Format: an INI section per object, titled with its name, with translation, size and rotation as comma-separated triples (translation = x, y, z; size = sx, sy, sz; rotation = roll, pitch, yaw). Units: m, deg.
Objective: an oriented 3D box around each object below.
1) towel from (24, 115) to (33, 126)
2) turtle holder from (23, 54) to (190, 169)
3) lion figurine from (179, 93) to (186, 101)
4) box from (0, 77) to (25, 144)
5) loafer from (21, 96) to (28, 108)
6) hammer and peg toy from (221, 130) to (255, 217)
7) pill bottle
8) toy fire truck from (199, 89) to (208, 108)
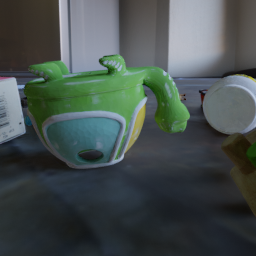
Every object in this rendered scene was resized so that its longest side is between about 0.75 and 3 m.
[towel]
translation = -1.356, -0.235, 7.650
size = 2.374, 0.258, 1.741
rotation = 7, 16, 13
[turtle holder]
translation = -0.412, -0.328, 4.652
size = 2.361, 1.676, 1.794
rotation = -13, 17, -24
[lion figurine]
translation = 2.428, -1.470, 13.553
size = 0.745, 0.441, 1.217
rotation = -6, -3, 10
[box]
translation = -3.443, -0.408, 6.099
size = 2.015, 1.288, 1.098
rotation = 5, 21, 26
[loafer]
translation = -3.219, -1.041, 9.571
size = 0.374, 0.365, 1.023
rotation = 27, 46, 24
[hammer and peg toy]
translation = 1.967, 0.040, 2.683
size = 2.084, 0.999, 2.834
rotation = -41, 4, 15
[pill bottle]
translation = 2.657, -0.610, 6.977
size = 1.404, 1.404, 2.522
rotation = 5, 13, 23
[toy fire truck]
translation = 3.716, -1.084, 9.979
size = 2.098, 0.725, 2.975
rotation = -7, 9, 11
